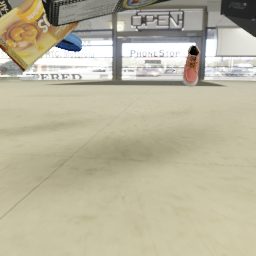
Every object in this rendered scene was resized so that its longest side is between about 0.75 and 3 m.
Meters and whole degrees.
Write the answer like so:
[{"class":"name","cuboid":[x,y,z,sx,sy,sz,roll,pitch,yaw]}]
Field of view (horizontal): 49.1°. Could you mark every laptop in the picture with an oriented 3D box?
[{"class":"laptop","cuboid":[2.295,-2.174,4.896,0.820,1.416,1.326,-9,27,-7]}]

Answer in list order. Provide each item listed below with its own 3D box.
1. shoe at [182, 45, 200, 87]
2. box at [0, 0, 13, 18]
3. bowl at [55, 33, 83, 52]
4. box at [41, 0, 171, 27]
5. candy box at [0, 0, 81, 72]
[{"class":"shoe","cuboid":[1.957,-1.940,8.637,0.471,1.320,0.600,6,-32,9]},{"class":"box","cuboid":[-3.528,-3.233,8.125,0.433,1.595,1.991,-25,25,-13]},{"class":"bowl","cuboid":[-1.879,-2.453,7.736,1.306,0.256,1.306,14,-1,0]},{"class":"box","cuboid":[0.234,-2.334,2.571,2.661,2.132,0.589,-20,5,-15]},{"class":"candy box","cuboid":[-1.873,-2.068,5.770,0.463,0.967,1.675,-16,32,56]}]
